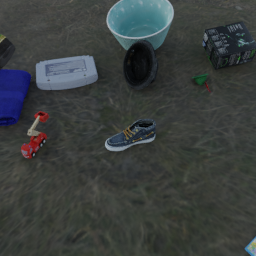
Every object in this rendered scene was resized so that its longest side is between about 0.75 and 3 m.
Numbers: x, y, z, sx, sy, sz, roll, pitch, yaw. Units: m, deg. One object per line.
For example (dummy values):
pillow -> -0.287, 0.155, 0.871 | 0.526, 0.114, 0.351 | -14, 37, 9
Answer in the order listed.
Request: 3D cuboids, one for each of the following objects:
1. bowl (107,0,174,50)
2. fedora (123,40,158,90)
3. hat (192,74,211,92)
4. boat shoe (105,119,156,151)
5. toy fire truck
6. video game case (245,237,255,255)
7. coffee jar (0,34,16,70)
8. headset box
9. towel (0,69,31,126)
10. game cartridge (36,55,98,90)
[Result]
bowl -> 0.574, -4.207, 11.860 | 2.725, 1.425, 2.725 | -5, 58, 8
fedora -> 0.628, -2.339, 10.628 | 0.846, 1.853, 1.853 | 2, 38, -45
hat -> 2.832, -1.678, 10.748 | 0.646, 0.687, 0.780 | -11, 10, 22
boat shoe -> 0.075, 0.165, 8.688 | 1.649, 0.749, 0.583 | -15, 50, -13
toy fire truck -> -2.834, 0.205, 8.559 | 0.309, 0.894, 1.268 | 17, 51, 16
video game case -> 3.413, 3.024, 6.621 | 0.730, 0.091, 1.020 | -31, 56, -25
coffee jar -> -3.646, -2.113, 6.525 | 1.843, 0.786, 0.961 | 37, 50, -22
headset box -> 4.167, -3.389, 11.436 | 1.782, 0.827, 1.552 | -14, 62, -2
towel -> -4.588, -1.112, 9.968 | 1.884, 0.632, 2.552 | 3, 48, -6
game cartridge -> -2.394, -2.156, 10.958 | 2.306, 0.471, 1.535 | -10, 46, -8
